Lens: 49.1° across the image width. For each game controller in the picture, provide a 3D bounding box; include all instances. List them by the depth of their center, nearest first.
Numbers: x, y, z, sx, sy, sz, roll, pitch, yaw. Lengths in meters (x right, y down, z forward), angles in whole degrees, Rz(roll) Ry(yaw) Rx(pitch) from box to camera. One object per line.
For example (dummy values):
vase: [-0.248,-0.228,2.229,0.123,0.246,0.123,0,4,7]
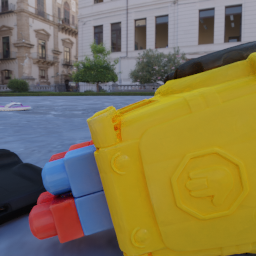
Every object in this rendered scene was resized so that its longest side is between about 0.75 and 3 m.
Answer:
game controller: [-1.669,0.634,2.245,1.181,0.477,2.265,21,18,29]

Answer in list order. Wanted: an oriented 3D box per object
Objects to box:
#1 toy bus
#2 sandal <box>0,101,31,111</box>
toy bus: [0.203,0.247,2.307,1.876,1.326,1.954,-16,7,-1]
sandal: [-6.113,-1.159,14.575,2.089,0.513,0.850,-5,9,-30]
